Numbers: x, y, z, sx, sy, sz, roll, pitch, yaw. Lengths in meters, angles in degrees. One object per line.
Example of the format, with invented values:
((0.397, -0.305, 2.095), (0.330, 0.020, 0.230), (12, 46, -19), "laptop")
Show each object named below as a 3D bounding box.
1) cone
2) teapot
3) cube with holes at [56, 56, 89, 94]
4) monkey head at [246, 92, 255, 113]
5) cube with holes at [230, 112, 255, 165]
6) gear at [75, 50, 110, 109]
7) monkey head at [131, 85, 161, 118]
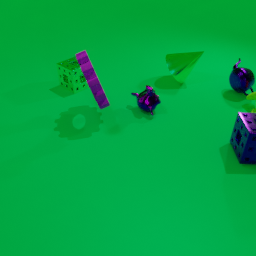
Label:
((2.333, -2.581, 10.677), (1.297, 1.292, 1.292), (-27, 22, 34), "cone")
((4.191, -1.830, 10.229), (0.754, 0.957, 1.539), (-19, 81, -12), "teapot")
((-2.008, -2.036, 10.683), (0.937, 0.937, 0.937), (29, 46, 33), "cube with holes")
((4.540, -0.804, 9.179), (1.762, 1.062, 1.268), (-6, -6, -22), "monkey head")
((3.455, 0.277, 7.484), (0.998, 0.998, 0.998), (3, 34, 1), "cube with holes")
((-1.067, -1.457, 8.589), (0.332, 1.797, 1.797), (-24, 40, -1), "gear")
((0.610, -0.967, 9.260), (0.746, 0.891, 1.239), (-41, 63, 0), "monkey head")
